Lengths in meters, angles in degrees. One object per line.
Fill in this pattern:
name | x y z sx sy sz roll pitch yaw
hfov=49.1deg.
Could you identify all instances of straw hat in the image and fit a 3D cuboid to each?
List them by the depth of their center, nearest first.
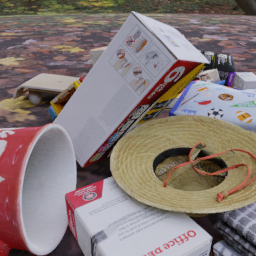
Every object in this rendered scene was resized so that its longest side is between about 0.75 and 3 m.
straw hat | 0.987 0.822 4.511 2.476 1.048 2.476 -8 32 5

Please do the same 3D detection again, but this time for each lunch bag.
lunch bag | 2.208 -0.227 6.265 2.048 1.492 2.409 10 36 21

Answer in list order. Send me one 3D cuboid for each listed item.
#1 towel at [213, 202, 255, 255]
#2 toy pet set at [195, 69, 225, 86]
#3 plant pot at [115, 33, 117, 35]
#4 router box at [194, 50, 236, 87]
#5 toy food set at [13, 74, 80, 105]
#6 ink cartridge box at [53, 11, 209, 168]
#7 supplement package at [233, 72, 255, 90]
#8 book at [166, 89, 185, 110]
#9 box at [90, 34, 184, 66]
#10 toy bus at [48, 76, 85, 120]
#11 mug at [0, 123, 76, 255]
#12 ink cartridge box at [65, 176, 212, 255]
towel | 2.514 1.364 3.552 2.339 1.001 1.937 -16 30 -29
toy pet set | 2.373 -1.338 9.438 1.475 0.839 1.580 -26 15 -23
plant pot | 0.649 -3.135 11.780 2.007 1.768 2.005 4 27 10
router box | 3.351 -2.595 11.713 2.006 0.687 2.690 14 29 12
toy food set | -2.210 -1.157 9.159 2.443 0.738 1.753 7 23 2
ink cartridge box | 0.187 -0.679 5.530 1.098 2.619 2.299 50 30 13
supplement package | 4.169 -1.518 9.794 0.601 0.624 1.098 1 27 4
book | 1.834 -0.940 8.857 2.024 0.486 1.352 11 26 20
box | 0.278 -2.060 9.192 2.118 1.479 2.782 -19 21 -22
toy bus | -0.922 -0.639 7.383 2.148 1.110 2.027 -30 -4 -15
mug | -2.316 0.892 3.788 2.605 1.738 2.312 1 24 10
ink cartridge box | 0.054 1.409 3.769 1.231 0.715 1.706 -16 30 -28
